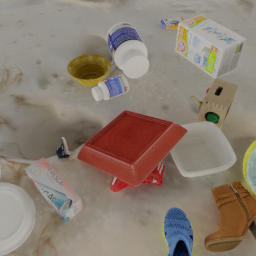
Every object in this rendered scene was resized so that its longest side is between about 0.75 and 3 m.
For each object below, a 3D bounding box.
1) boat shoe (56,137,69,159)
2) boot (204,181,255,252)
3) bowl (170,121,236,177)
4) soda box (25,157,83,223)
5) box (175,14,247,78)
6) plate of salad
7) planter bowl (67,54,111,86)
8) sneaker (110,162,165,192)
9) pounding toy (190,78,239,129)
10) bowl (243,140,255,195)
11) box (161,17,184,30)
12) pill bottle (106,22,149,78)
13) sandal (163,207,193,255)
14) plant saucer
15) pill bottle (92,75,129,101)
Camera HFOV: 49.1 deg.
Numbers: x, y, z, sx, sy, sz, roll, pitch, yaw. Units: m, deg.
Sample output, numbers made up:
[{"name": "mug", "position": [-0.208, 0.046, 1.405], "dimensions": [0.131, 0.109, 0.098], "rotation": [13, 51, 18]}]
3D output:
[{"name": "boat shoe", "position": [-2.374, 0.706, 9.951], "dimensions": [0.407, 0.328, 0.878], "rotation": [-11, 50, -20]}, {"name": "boot", "position": [2.842, 2.491, 8.099], "dimensions": [2.244, 0.827, 1.736], "rotation": [-6, 49, -21]}, {"name": "bowl", "position": [2.409, 0.788, 9.611], "dimensions": [2.017, 0.753, 2.014], "rotation": [-11, 50, -9]}, {"name": "soda box", "position": [-2.310, 1.872, 8.707], "dimensions": [0.718, 0.667, 2.099], "rotation": [-36, 57, -27]}, {"name": "box", "position": [3.739, -3.880, 13.137], "dimensions": [1.456, 1.616, 2.873], "rotation": [-27, 54, -22]}, {"name": "plate of salad", "position": [-3.773, 2.610, 8.073], "dimensions": [2.133, 0.512, 2.133], "rotation": [9, 53, -12]}, {"name": "planter bowl", "position": [-1.690, -2.417, 12.410], "dimensions": [1.897, 0.790, 1.897], "rotation": [0, 48, 0]}, {"name": "sneaker", "position": [0.433, 1.565, 8.934], "dimensions": [1.130, 0.766, 1.956], "rotation": [35, 58, 28]}, {"name": "pounding toy", "position": [3.119, -0.870, 10.465], "dimensions": [1.271, 1.646, 1.788], "rotation": [24, 53, 20]}, {"name": "bowl", "position": [4.597, 1.135, 8.794], "dimensions": [2.307, 2.307, 1.242], "rotation": [-1, 5, -1]}, {"name": "box", "position": [2.537, -5.931, 15.867], "dimensions": [1.340, 0.278, 0.798], "rotation": [-10, 49, -5]}, {"name": "pill bottle", "position": [0.022, -3.553, 12.893], "dimensions": [1.567, 1.567, 2.619], "rotation": [-11, 49, -10]}, {"name": "sandal", "position": [1.397, 3.111, 7.434], "dimensions": [0.883, 0.967, 2.221], "rotation": [-2, 47, 1]}, {"name": "plant saucer", "position": [0.060, 0.384, 9.499], "dimensions": [2.866, 0.526, 2.861], "rotation": [18, 48, 39]}, {"name": "pill bottle", "position": [-0.653, -1.434, 10.227], "dimensions": [1.251, 0.701, 0.701], "rotation": [-23, 53, -20]}]
